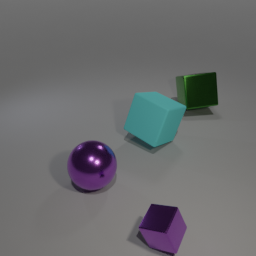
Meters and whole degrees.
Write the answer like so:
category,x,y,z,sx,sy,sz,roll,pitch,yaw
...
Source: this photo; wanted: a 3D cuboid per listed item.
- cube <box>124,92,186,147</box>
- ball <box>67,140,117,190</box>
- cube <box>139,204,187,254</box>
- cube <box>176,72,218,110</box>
category,x,y,z,sx,sy,sz,roll,pitch,yaw
cube,0.947,-0.359,9.849,1.400,1.400,1.400,31,24,28
ball,-1.007,1.045,7.904,1.400,1.400,1.400,0,29,0
cube,0.781,2.198,6.182,0.700,0.700,0.700,-4,34,37
cube,2.985,-1.651,12.271,1.400,1.400,1.400,-8,10,-3
